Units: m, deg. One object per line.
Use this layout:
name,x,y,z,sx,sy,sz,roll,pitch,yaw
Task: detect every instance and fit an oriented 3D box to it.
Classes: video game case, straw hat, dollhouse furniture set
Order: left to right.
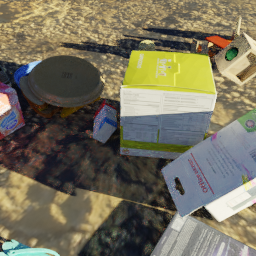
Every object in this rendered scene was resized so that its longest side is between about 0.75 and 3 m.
straw hat,0.919,-3.839,13.568,1.715,0.726,1.715,0,39,0
video game case,1.716,2.855,5.550,2.463,0.234,1.760,23,44,25
dollhouse furniture set,4.621,-3.768,12.974,2.590,1.334,2.562,-16,41,-19

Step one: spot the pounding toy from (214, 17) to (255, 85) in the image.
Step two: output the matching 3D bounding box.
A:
pounding toy,3.386,-2.271,8.453,1.424,1.311,1.012,19,47,-33

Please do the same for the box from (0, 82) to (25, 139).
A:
box,-4.913,-0.836,9.234,2.805,1.440,1.328,26,46,27

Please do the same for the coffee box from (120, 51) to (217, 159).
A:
coffee box,1.100,-0.731,8.319,2.388,2.361,2.384,5,39,6

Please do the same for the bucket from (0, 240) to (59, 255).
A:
bucket,-1.753,2.767,4.621,1.049,1.612,1.612,17,40,3

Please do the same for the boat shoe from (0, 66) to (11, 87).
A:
boat shoe,-5.758,-2.398,11.704,2.585,0.773,0.924,31,48,33

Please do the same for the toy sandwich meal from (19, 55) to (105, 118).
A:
toy sandwich meal,-2.308,-1.505,10.247,2.998,1.027,2.998,7,49,-8

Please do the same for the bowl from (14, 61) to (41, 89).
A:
bowl,-3.538,-2.139,11.653,2.223,0.436,2.223,0,39,0

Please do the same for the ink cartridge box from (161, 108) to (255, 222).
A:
ink cartridge box,2.370,1.013,6.690,2.825,0.951,1.655,-34,38,13

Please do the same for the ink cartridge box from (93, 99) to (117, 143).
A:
ink cartridge box,-0.735,-0.250,8.943,0.439,0.758,1.305,26,33,-23
